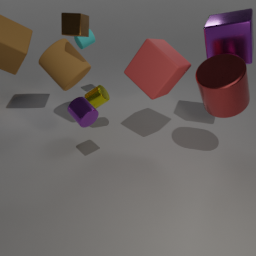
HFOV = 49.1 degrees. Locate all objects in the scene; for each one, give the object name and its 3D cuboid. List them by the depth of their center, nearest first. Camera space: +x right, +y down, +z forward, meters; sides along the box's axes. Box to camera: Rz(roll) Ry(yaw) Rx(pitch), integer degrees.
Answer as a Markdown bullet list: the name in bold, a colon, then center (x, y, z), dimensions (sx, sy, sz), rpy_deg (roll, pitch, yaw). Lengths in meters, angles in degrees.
- **cylinder**: center (2.871, -1.252, 8.445), dimensions (1.400, 1.400, 1.400), rpy_deg (-14, 50, 18)
- **cylinder**: center (-1.385, -0.490, 8.639), dimensions (0.700, 0.700, 0.700), rpy_deg (-27, 61, -35)
- **cube**: center (3.409, -2.999, 9.380), dimensions (1.400, 1.400, 1.400), rpy_deg (0, 35, 26)
- **cube**: center (-1.761, -3.449, 9.400), dimensions (0.700, 0.700, 0.700), rpy_deg (8, 17, 14)
- **cube**: center (1.011, -2.008, 9.466), dimensions (1.400, 1.400, 1.400), rpy_deg (45, 31, 11)
- **cylinder**: center (-2.355, -2.359, 10.522), dimensions (1.400, 1.400, 1.400), rpy_deg (47, 40, -5)
- **cylinder**: center (-1.177, -1.177, 10.681), dimensions (0.700, 0.700, 0.700), rpy_deg (-29, 25, 21)
- **cube**: center (-4.733, -3.226, 10.914), dimensions (1.400, 1.400, 1.400), rpy_deg (21, 50, -30)
- **cylinder**: center (-1.924, -3.965, 12.423), dimensions (0.700, 0.700, 0.700), rpy_deg (-35, 43, -15)
